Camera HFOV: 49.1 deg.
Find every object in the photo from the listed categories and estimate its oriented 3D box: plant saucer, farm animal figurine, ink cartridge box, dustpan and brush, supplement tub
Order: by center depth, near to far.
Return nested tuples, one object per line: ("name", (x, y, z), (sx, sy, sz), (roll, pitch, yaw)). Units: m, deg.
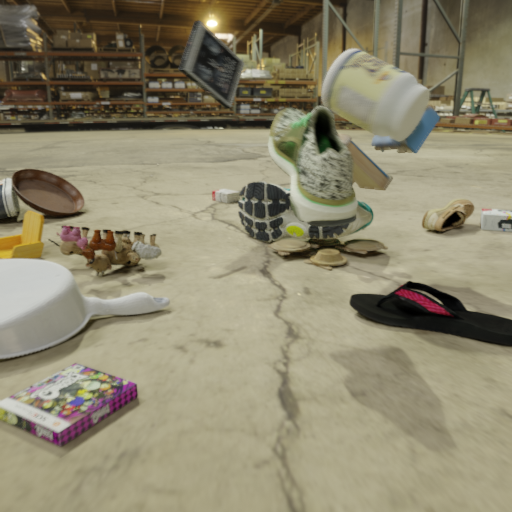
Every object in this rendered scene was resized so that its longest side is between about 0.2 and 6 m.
("dustpan and brush", (-2.777, 0.679, 7.835), (3.115, 0.891, 2.174), (-12, 30, -17))
("supplement tub", (2.018, -2.717, 9.536), (1.538, 1.115, 1.115), (36, 32, 24))
("farm animal figurine", (-2.763, -0.066, 10.231), (1.607, 0.847, 1.625), (3, 4, -39))
("ink cartridge box", (5.938, -0.851, 13.455), (0.981, 0.406, 0.715), (5, 17, 17))
("plant saucer", (-5.578, -1.639, 14.955), (1.942, 0.334, 1.942), (27, 27, -15))
("ink cartridge box", (-0.908, -1.804, 16.897), (0.530, 0.299, 0.722), (-15, 22, -41))

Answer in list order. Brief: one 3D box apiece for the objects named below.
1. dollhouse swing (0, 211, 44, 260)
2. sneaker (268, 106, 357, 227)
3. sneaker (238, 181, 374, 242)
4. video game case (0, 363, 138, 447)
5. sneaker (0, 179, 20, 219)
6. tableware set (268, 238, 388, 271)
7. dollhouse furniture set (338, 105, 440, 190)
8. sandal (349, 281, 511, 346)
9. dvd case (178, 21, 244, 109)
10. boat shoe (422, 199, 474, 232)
("dollhouse swing", (-4.774, -0.410, 11.218), (0.858, 0.830, 0.944), (-14, 22, -41))
("sneaker", (0.857, -1.563, 7.659), (1.023, 1.179, 2.661), (-1, 40, -14))
("sneaker", (0.957, -0.899, 12.186), (3.375, 1.308, 1.344), (13, 12, 41))
("video game case", (-1.946, 1.502, 5.814), (0.964, 0.190, 1.063), (10, 19, 30))
("sneaker", (-6.753, -1.469, 14.606), (0.972, 0.960, 2.448), (-13, 14, -16))
("tableware set", (1.444, -0.156, 11.401), (2.141, 0.248, 1.789), (-15, 22, -38))
("dollhouse furniture set", (2.120, -2.329, 10.435), (1.188, 1.821, 1.719), (38, -7, -24))
("sandal", (2.525, 0.705, 7.893), (2.417, 0.545, 0.908), (9, 18, 27))
("dvd case", (-1.020, -4.492, 13.276), (0.211, 1.282, 1.706), (6, -15, 40))
("boat shoe", (4.739, -0.911, 13.430), (1.783, 0.636, 0.575), (-21, 32, -32))
